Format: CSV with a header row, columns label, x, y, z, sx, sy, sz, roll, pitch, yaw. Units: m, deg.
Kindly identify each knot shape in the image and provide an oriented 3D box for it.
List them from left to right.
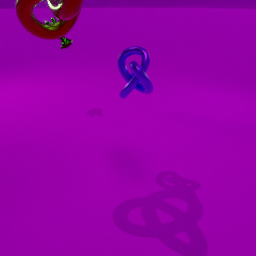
label,x,y,z,sx,sy,sz,roll,pitch,yaw
knot shape,-1.092,-2.157,4.680,1.649,0.814,1.762,-37,16,14
knot shape,0.106,-1.059,5.934,0.526,1.065,1.138,-2,55,-26

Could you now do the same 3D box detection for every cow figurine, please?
label,x,y,z,sx,sy,sz,roll,pitch,yaw
cow figurine,-2.363,-3.233,9.721,0.536,0.960,0.976,-38,77,-5
